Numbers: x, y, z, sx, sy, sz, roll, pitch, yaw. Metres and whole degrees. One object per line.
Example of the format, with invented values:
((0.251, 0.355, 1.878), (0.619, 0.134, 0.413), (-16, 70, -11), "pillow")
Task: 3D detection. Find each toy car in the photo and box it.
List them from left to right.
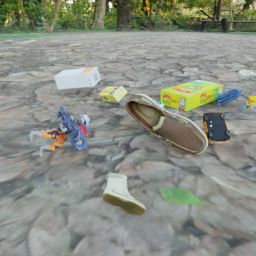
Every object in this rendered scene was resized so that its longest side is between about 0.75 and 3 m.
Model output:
((2.964, -0.108, 7.783), (2.081, 0.692, 1.021), (-18, 58, -12), "toy car")

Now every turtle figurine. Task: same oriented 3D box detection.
((0.846, -0.301, 8.227), (1.368, 0.689, 1.024), (2, -19, -38), "turtle figurine")

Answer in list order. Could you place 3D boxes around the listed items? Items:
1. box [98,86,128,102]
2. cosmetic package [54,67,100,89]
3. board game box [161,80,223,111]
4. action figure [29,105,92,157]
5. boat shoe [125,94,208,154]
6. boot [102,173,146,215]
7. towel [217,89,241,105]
((-0.598, -1.277, 10.480), (0.536, 0.357, 1.425), (-46, 23, -14), "box")
((-2.077, -2.059, 11.567), (1.649, 0.588, 0.837), (-3, 28, 17), "cosmetic package")
((2.551, -1.335, 11.062), (2.435, 0.580, 1.237), (-20, 30, -39), "board game box")
((-1.566, -0.024, 6.559), (1.430, 1.478, 0.773), (-22, 46, -12), "action figure")
((0.883, -0.042, 7.035), (2.326, 0.859, 0.861), (32, 17, 16), "boat shoe")
((-0.041, 1.188, 5.131), (0.829, 0.299, 0.641), (26, 29, -11), "boot")
((3.744, -1.161, 10.303), (0.827, 0.359, 1.481), (-24, -4, 25), "towel")
